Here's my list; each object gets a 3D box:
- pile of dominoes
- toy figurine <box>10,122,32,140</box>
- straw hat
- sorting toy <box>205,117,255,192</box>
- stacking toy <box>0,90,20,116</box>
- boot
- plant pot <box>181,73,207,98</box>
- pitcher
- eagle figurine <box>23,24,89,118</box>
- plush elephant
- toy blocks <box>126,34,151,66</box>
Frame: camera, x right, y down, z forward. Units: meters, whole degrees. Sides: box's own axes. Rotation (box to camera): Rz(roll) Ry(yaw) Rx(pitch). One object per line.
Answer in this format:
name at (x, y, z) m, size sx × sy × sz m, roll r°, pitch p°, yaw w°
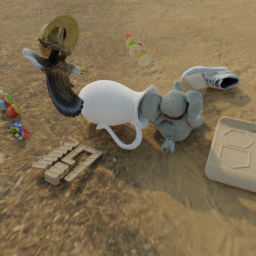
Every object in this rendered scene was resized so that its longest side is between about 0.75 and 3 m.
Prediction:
pile of dominoes at (-2.000, 1.150, 9.374) m, size 1.519 × 0.310 × 1.948 m, roll 18°, pitch 33°, yaw 23°
toy figurine at (-4.086, -0.039, 10.551) m, size 0.945 × 0.566 × 0.498 m, roll 31°, pitch 47°, yaw 33°
straw hat at (-2.460, -3.070, 9.228) m, size 0.713 × 1.684 × 1.684 m, roll 36°, pitch 49°, yaw 22°
sorting toy at (4.198, 0.932, 9.388) m, size 2.761 × 0.544 × 2.983 m, roll 14°, pitch 44°, yaw 18°
stacking toy at (-5.091, -1.014, 11.557) m, size 1.077 × 0.975 × 0.455 m, roll 28°, pitch 57°, yaw 30°
boot at (3.925, -2.321, 13.197) m, size 2.625 × 0.965 × 1.254 m, roll -11°, pitch 32°, yaw -15°
plant pot at (2.993, -1.779, 12.611) m, size 0.959 × 0.958 × 0.849 m, roll -14°, pitch 51°, yaw -18°
pitcher at (-0.531, -0.551, 10.420) m, size 2.847 × 1.726 × 2.443 m, roll 10°, pitch 73°, yaw 29°
eagle figurine at (-1.754, -1.361, 7.274) m, size 1.487 × 1.971 × 1.495 m, roll 24°, pitch 46°, yaw 5°
plush elephant at (1.656, -0.676, 10.128) m, size 2.208 × 2.076 × 2.681 m, roll 7°, pitch 38°, yaw 10°
toy blocks at (0.287, -3.494, 11.881) m, size 0.555 × 1.275 × 1.529 m, roll -35°, pitch 51°, yaw 16°
